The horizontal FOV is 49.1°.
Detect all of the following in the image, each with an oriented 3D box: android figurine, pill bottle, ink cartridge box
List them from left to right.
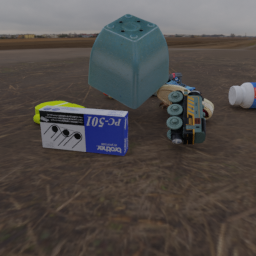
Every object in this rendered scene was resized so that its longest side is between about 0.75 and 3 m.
[{"bbox_3d":[-2.888,-0.644,11.871,2.484,0.510,2.261,16,26,34],"label":"android figurine"},{"bbox_3d":[-1.380,0.057,8.836,2.752,1.293,0.608,4,21,12],"label":"ink cartridge box"},{"bbox_3d":[6.002,-1.538,13.252,2.176,1.221,1.221,-2,20,-3],"label":"pill bottle"}]

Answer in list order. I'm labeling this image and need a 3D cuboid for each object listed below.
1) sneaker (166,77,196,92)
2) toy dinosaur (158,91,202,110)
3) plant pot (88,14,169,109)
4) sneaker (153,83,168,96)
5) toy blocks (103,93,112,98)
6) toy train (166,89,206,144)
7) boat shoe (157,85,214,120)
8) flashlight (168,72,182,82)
[{"bbox_3d":[2.755,-2.348,15.711,0.885,1.016,2.259,-19,28,-41],"label":"sneaker"},{"bbox_3d":[2.342,-1.193,12.809,1.637,1.037,2.415,11,3,-3],"label":"toy dinosaur"},{"bbox_3d":[0.086,-2.753,10.677,2.469,2.515,2.462,31,53,23],"label":"plant pot"},{"bbox_3d":[1.145,-2.433,16.106,2.366,0.900,1.710,-2,23,-2],"label":"sneaker"},{"bbox_3d":[-0.901,-1.957,15.417,1.378,0.500,1.148,11,23,28],"label":"toy blocks"},{"bbox_3d":[1.897,-0.389,9.128,1.215,0.909,2.133,2,52,10],"label":"toy train"},{"bbox_3d":[2.295,-1.034,11.366,2.458,0.906,0.850,20,34,7],"label":"boat shoe"},{"bbox_3d":[1.910,-2.996,17.575,2.882,0.976,0.979,1,30,0],"label":"flashlight"}]
